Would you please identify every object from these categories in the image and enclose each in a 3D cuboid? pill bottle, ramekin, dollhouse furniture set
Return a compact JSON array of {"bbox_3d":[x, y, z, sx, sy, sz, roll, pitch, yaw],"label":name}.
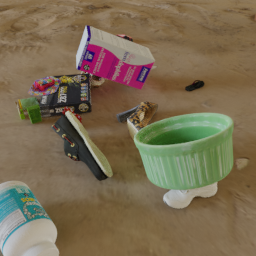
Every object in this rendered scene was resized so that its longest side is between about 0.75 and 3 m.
[{"bbox_3d":[-2.435,2.284,6.473,1.183,1.183,2.135,-27,47,-30],"label":"pill bottle"},{"bbox_3d":[1.594,0.593,7.781,2.679,1.309,2.679,-13,15,3],"label":"ramekin"},{"bbox_3d":[-3.858,-0.908,10.849,0.876,0.676,1.752,-18,42,-22],"label":"dollhouse furniture set"}]

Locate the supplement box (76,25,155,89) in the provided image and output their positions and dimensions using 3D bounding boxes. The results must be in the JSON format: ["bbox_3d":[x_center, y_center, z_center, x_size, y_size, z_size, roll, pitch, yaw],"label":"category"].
[{"bbox_3d":[-0.556,-2.919,11.695,2.893,1.464,1.495,13,32,-20],"label":"supplement box"}]

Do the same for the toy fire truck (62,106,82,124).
[{"bbox_3d":[-2.027,-0.414,10.268,0.855,0.479,0.718,41,16,-12],"label":"toy fire truck"}]

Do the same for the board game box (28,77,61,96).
[{"bbox_3d":[-3.411,-1.819,11.417,1.153,0.284,1.460,0,39,5],"label":"board game box"}]

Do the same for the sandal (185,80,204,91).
[{"bbox_3d":[3.019,-1.926,12.449,1.102,0.264,0.414,-27,46,-29],"label":"sandal"}]

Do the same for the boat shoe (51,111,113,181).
[{"bbox_3d":[-1.473,0.640,8.780,0.908,1.060,2.898,-41,56,-2],"label":"boat shoe"}]

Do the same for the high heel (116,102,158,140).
[{"bbox_3d":[0.747,-0.262,9.866,1.661,0.832,2.330,-21,34,-15],"label":"high heel"}]

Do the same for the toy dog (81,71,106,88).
[{"bbox_3d":[-1.458,-2.408,12.583,1.209,0.870,1.247,-8,43,-17],"label":"toy dog"}]

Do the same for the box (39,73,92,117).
[{"bbox_3d":[-2.505,-1.422,11.563,1.938,0.590,2.404,-6,39,-3],"label":"box"}]

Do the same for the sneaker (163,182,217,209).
[{"bbox_3d":[1.712,1.627,7.645,1.693,0.737,0.631,-18,43,-20],"label":"sneaker"}]

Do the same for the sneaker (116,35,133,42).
[{"bbox_3d":[-0.156,-5.358,16.590,1.218,0.449,0.528,22,43,26],"label":"sneaker"}]
